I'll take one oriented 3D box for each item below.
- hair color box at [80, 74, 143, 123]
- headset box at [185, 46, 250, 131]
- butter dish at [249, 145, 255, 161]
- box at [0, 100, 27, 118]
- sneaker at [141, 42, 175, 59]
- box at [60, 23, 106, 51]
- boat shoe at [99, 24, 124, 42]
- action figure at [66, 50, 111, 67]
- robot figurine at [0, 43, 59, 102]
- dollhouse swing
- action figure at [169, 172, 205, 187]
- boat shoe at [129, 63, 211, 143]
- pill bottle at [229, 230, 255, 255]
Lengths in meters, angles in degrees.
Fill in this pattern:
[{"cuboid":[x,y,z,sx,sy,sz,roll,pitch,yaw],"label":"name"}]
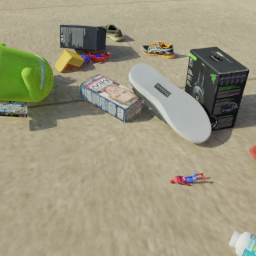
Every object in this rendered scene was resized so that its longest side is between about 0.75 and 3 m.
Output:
[{"cuboid":[-0.536,-0.997,8.954,1.915,0.580,0.958,30,47,25],"label":"hair color box"},{"cuboid":[2.483,-1.236,8.224,0.932,2.008,1.748,-9,38,-12],"label":"headset box"},{"cuboid":[4.652,0.506,5.777,2.887,2.140,2.895,-7,37,-11],"label":"butter dish"},{"cuboid":[-3.346,-0.549,7.951,0.912,0.182,0.624,3,34,-22],"label":"box"},{"cuboid":[1.331,-3.562,12.518,1.604,0.620,0.628,14,41,20],"label":"sneaker"},{"cuboid":[-1.929,-3.961,12.311,1.629,1.027,1.657,5,16,9],"label":"box"},{"cuboid":[-0.878,-5.042,14.469,0.724,0.641,1.979,-26,44,-30],"label":"boat shoe"},{"cuboid":[-1.697,-3.023,11.931,2.055,0.531,0.672,-11,33,-17],"label":"action figure"},{"cuboid":[-3.507,-1.613,8.580,2.393,1.578,2.728,36,21,36],"label":"robot figurine"},{"cuboid":[-2.402,-2.651,11.489,0.840,0.812,0.924,10,25,-40],"label":"dollhouse swing"},{"cuboid":[1.361,1.195,6.488,0.810,0.209,0.265,-5,31,1],"label":"action figure"},{"cuboid":[1.161,-0.676,8.095,1.025,0.845,2.987,-37,72,-14],"label":"boat shoe"},{"cuboid":[2.252,2.166,4.958,0.838,0.464,0.464,23,43,28],"label":"pill bottle"}]
